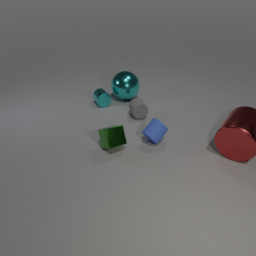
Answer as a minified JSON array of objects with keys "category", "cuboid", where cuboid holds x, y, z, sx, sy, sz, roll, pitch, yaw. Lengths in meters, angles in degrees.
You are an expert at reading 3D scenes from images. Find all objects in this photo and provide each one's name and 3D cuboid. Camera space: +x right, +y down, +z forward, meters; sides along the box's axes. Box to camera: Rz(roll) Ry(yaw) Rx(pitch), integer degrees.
[{"category":"ball","cuboid":[-0.130,-2.061,13.600,1.400,1.400,1.400,0,30,0]},{"category":"cube","cuboid":[-0.560,0.307,9.932,0.700,0.700,0.700,-16,6,-28]},{"category":"cylinder","cuboid":[0.996,0.113,10.311,0.700,0.700,0.700,-50,46,-5]},{"category":"cylinder","cuboid":[3.869,0.186,9.553,1.400,1.400,1.400,20,43,30]},{"category":"cylinder","cuboid":[-1.218,-1.427,13.190,0.700,0.700,0.700,-12,32,-20]},{"category":"cylinder","cuboid":[0.451,-0.851,12.116,0.700,0.700,0.700,-7,29,-11]}]
